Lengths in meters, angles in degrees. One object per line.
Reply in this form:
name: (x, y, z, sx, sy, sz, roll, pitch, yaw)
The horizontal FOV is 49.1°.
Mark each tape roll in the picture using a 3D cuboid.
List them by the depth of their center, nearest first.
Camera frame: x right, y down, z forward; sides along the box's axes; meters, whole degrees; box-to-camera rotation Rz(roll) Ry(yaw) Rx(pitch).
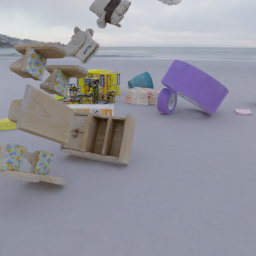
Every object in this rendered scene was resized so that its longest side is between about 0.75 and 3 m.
tape roll: (2.679, -1.666, 11.421, 2.559, 1.087, 2.559, 31, 7, -4)
tape roll: (1.645, -1.128, 11.692, 0.444, 1.045, 1.045, 15, 23, 30)

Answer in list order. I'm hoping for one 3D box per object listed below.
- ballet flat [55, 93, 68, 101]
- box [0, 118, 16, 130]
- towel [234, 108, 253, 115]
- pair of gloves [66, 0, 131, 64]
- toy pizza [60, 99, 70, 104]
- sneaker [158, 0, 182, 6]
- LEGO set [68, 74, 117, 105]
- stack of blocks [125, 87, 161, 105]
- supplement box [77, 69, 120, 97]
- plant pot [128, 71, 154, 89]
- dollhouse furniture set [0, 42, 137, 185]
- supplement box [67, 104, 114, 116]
ballet flat: (-3.497, -1.814, 14.708, 0.534, 0.536, 1.600, -8, 17, 4)
box: (-4.425, -0.125, 9.736, 1.298, 0.325, 0.489, -6, 19, -20)
towel: (4.914, -0.716, 11.957, 0.637, 0.130, 0.870, 4, 18, 12)
pair of gloves: (-1.092, -3.519, 9.831, 0.480, 2.739, 2.329, 37, 1, -42)
toy pizza: (-2.977, -1.359, 13.989, 0.840, 0.133, 0.840, 0, 17, 0)
sneaker: (0.665, -3.100, 6.031, 0.468, 0.555, 1.268, -32, 51, -22)
LEGO set: (-1.757, -1.876, 13.527, 2.401, 1.391, 1.847, -16, 24, -41)
stack of blocks: (1.056, -1.532, 13.719, 2.098, 0.614, 1.208, 9, 20, 25)
supplement box: (-1.717, -2.610, 16.036, 2.362, 1.286, 1.294, 14, 22, 38)
plant pot: (0.653, -2.417, 15.780, 1.169, 1.244, 1.244, -19, 22, -13)
dollhouse furniture set: (-1.159, -0.047, 6.127, 1.811, 2.556, 2.783, 5, -12, 21)
supplement box: (-1.232, -0.237, 9.026, 1.537, 0.968, 0.565, 0, 17, 3)
